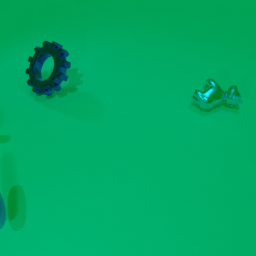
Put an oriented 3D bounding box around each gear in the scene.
[{"bbox_3d":[-2.615,-1.934,9.083,1.726,1.726,0.319,35,12,30],"label":"gear"}]

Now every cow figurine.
[{"bbox_3d":[2.756,-0.921,8.586,1.284,0.705,1.263,-39,74,-16],"label":"cow figurine"}]

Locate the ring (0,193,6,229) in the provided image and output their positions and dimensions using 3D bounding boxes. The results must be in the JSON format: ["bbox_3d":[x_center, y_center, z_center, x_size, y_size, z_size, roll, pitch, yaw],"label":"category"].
[{"bbox_3d":[-2.736,1.467,5.494,0.228,1.140,1.140,-23,49,-8],"label":"ring"}]
